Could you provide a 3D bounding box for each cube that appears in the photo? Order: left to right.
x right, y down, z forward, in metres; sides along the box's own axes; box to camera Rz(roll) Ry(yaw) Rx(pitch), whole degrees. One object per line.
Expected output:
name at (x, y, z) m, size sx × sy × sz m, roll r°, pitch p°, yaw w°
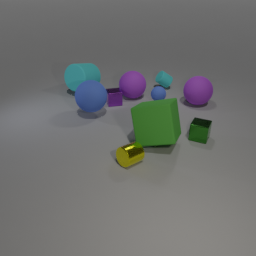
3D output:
cube at (-0.685, -1.520, 13.783) m, size 0.700 × 0.700 × 0.700 m, roll -7°, pitch 29°, yaw -13°
cube at (1.050, -0.227, 10.097) m, size 1.400 × 1.400 × 1.400 m, roll -5°, pitch 12°, yaw 21°
cube at (2.788, 0.092, 10.820) m, size 0.700 × 0.700 × 0.700 m, roll 13°, pitch 31°, yaw 22°

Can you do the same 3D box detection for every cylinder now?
cylinder at (-2.395, -2.704, 14.845) m, size 1.400 × 1.400 × 1.400 m, roll 15°, pitch 20°, yaw 26°
cylinder at (0.074, 0.876, 9.324) m, size 0.700 × 0.700 × 0.700 m, roll -18°, pitch 33°, yaw -38°
cylinder at (1.994, -2.699, 15.518) m, size 0.700 × 0.700 × 0.700 m, roll 27°, pitch 18°, yaw -26°

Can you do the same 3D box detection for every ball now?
ball at (-1.614, -1.386, 12.231) m, size 1.400 × 1.400 × 1.400 m, roll 0°, pitch 29°, yaw 0°
ball at (0.233, -2.218, 14.350) m, size 1.400 × 1.400 × 1.400 m, roll 0°, pitch 29°, yaw 0°
ball at (1.398, -1.560, 12.862) m, size 0.700 × 0.700 × 0.700 m, roll 0°, pitch 29°, yaw 0°
ball at (3.389, -1.806, 13.546) m, size 1.400 × 1.400 × 1.400 m, roll 0°, pitch 29°, yaw 0°
